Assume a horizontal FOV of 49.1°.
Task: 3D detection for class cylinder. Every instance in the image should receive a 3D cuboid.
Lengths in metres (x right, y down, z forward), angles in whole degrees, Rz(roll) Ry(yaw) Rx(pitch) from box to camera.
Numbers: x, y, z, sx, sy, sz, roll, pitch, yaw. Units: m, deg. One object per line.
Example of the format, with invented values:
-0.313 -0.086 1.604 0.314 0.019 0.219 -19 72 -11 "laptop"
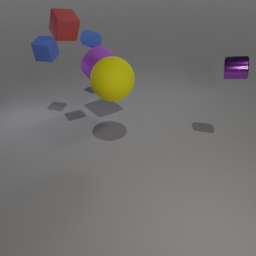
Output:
-1.634 -3.924 12.336 0.700 0.700 0.700 -24 38 -36 "cylinder"
3.372 -1.879 8.750 0.700 0.700 0.700 3 29 18 "cylinder"
-0.952 -2.333 11.255 1.400 1.400 1.400 -21 55 -32 "cylinder"

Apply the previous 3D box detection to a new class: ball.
-0.491 -1.539 8.848 1.400 1.400 1.400 0 30 0 "ball"

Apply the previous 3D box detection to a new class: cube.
-3.071 -2.947 10.433 0.700 0.700 0.700 8 44 12 "cube"
-1.962 -3.169 8.612 0.700 0.700 0.700 -11 53 -31 "cube"
